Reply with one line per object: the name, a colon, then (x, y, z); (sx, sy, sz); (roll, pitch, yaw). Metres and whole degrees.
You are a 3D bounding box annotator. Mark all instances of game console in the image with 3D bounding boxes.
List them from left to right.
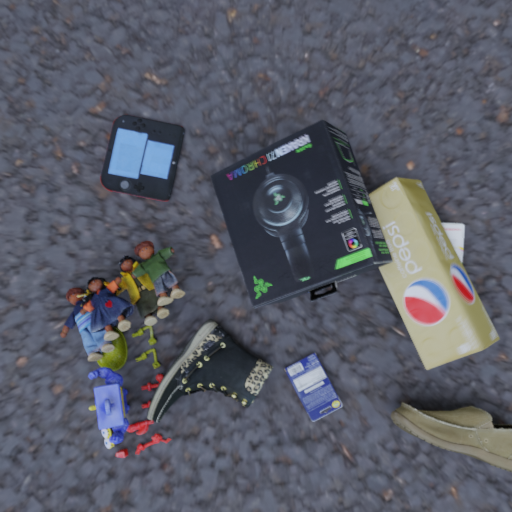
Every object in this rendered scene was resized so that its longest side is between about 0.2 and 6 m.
game console: (-2.194, -1.898, 10.803); (1.376, 0.241, 1.556); (10, 82, 2)

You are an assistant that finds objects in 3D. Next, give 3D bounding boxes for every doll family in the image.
doll family: (-2.452, 0.711, 9.929); (2.518, 0.988, 1.456); (-31, 68, -8)

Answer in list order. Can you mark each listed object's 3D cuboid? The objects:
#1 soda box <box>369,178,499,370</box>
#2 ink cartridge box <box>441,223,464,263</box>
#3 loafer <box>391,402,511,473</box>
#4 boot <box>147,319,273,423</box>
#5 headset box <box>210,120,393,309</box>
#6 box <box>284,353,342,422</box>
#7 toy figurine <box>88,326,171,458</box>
soda box: (2.892, 0.246, 9.727); (1.071, 1.012, 3.161); (-32, 74, 36)
ink cartridge box: (3.441, -0.161, 10.346); (0.659, 0.397, 0.907); (1, 98, 0)
loafer: (3.546, 2.982, 9.721); (2.505, 0.953, 0.845); (21, 80, -7)
boot: (-0.802, 2.310, 9.822); (1.533, 0.733, 2.030); (33, 72, 4)
headset box: (0.778, -0.550, 9.633); (2.311, 1.231, 2.654); (-21, 81, 26)
box: (1.030, 2.370, 10.101); (0.641, 0.171, 1.058); (-26, 74, -6)
toy figurine: (-2.267, 2.308, 9.545); (1.232, 1.399, 2.335); (-8, 82, -1)
